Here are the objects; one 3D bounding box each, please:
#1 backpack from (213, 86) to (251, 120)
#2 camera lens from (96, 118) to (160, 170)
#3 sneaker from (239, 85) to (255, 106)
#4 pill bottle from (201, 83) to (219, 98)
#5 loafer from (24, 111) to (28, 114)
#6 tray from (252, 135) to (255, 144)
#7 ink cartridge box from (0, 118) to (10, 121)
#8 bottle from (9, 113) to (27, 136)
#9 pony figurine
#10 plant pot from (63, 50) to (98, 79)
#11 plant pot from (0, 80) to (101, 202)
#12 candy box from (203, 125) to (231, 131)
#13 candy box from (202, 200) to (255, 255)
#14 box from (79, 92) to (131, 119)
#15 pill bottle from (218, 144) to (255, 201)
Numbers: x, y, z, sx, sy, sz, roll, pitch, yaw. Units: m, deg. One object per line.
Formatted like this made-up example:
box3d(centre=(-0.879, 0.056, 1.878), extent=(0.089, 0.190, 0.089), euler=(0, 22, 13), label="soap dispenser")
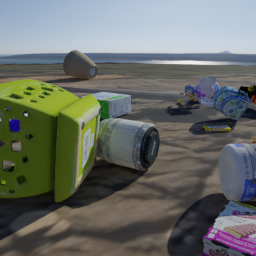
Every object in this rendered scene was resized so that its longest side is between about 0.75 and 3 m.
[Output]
box3d(centre=(4.497, -1.117, 12.264), extent=(1.381, 1.264, 1.015), euler=(24, 35, -3), label="backpack")
box3d(centre=(-0.006, 0.412, 7.640), extent=(1.569, 1.255, 1.255), euler=(10, 19, 29), label="camera lens")
box3d(centre=(6.587, -1.671, 14.151), extent=(1.117, 0.868, 2.483), euler=(40, -3, -18), label="sneaker")
box3d(centre=(5.158, -2.436, 17.649), extent=(1.003, 1.003, 1.787), euler=(10, 20, 29), label="pill bottle")
box3d(centre=(-4.074, -0.759, 12.416), extent=(0.892, 0.782, 2.483), euler=(2, 17, 6), label="loafer")
box3d(centre=(4.821, 0.571, 8.817), extent=(1.637, 0.303, 0.808), euler=(8, 18, 28), label="tray")
box3d(centre=(-4.908, -0.099, 10.693), extent=(1.196, 0.498, 0.868), euler=(-9, 19, -28), label="ink cartridge box")
box3d(centre=(-3.595, -0.298, 10.957), extent=(0.935, 0.731, 2.240), euler=(3, 17, 16), label="bottle")
box3d(centre=(3.785, -1.851, 15.285), extent=(1.889, 1.629, 1.957), euler=(-6, -2, -10), label="pony figurine")
box3d(centre=(-4.389, -5.886, 27.303), extent=(2.837, 2.657, 2.657), euler=(30, 30, 30), label="plant pot")
box3d(centre=(-1.914, 0.248, 6.560), extent=(2.131, 2.348, 2.336), euler=(10, 18, 7), label="plant pot")
box3d(centre=(3.505, 0.001, 11.024), extent=(0.965, 0.127, 0.493), euler=(1, 19, 4), label="candy box")
box3d(centre=(1.906, 1.758, 4.592), extent=(0.931, 0.416, 1.365), euler=(11, 19, 34), label="candy box")
box3d(centre=(-1.065, -1.087, 13.362), extent=(1.882, 0.910, 1.661), euler=(11, 22, 36), label="box")
box3d(centre=(3.168, 0.932, 5.963), extent=(2.148, 1.222, 1.222), euler=(-1, 17, 0), label="pill bottle")
